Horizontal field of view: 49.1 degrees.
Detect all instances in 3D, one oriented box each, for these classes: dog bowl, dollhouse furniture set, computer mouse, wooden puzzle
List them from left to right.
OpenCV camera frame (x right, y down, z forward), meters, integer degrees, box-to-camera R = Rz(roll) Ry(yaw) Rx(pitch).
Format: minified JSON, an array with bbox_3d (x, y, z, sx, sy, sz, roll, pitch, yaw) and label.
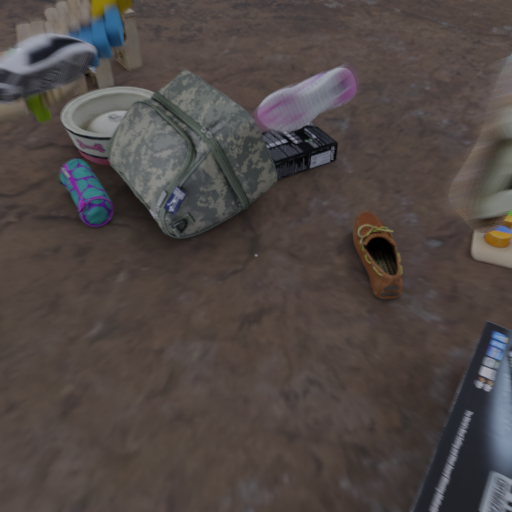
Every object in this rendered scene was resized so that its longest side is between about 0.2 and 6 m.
[{"bbox_3d":[-2.506,-1.898,5.796,0.403,1.007,1.836,52,52,-1],"label":"computer mouse"},{"bbox_3d":[-4.290,-5.488,14.525,2.288,1.520,2.006,-24,48,-24],"label":"dollhouse furniture set"},{"bbox_3d":[-2.995,-2.789,12.130,2.226,0.821,2.226,0,43,0],"label":"dog bowl"},{"bbox_3d":[4.614,-0.391,9.863,1.447,0.362,1.562,15,45,15],"label":"wooden puzzle"}]

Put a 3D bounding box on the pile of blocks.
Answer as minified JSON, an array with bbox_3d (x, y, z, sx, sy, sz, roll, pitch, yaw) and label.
[{"bbox_3d":[-3.034,-3.141,9.046,3.578,1.112,1.469,-43,80,-11],"label":"pile of blocks"}]

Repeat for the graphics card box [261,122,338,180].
[{"bbox_3d":[0.607,-2.204,11.736,1.902,0.484,1.193,-23,47,-21],"label":"graphics card box"}]

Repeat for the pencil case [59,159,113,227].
[{"bbox_3d":[-3.198,-1.193,10.480,0.640,0.695,1.504,-51,49,13],"label":"pencil case"}]

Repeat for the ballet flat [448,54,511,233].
[{"bbox_3d":[3.328,-1.413,7.025,0.995,2.924,0.983,1,48,-4],"label":"ballet flat"}]

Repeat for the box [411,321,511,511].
[{"bbox_3d":[3.358,2.475,5.933,2.837,0.895,3.597,22,37,23],"label":"box"}]

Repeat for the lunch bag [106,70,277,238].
[{"bbox_3d":[-1.293,-1.772,10.305,2.336,1.941,2.785,-39,51,-7],"label":"lunch bag"}]

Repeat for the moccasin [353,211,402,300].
[{"bbox_3d":[2.008,-0.145,9.329,0.682,0.720,1.864,1,43,1],"label":"moccasin"}]

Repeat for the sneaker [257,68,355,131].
[{"bbox_3d":[0.723,-2.389,8.601,1.556,0.626,0.688,-24,24,-8],"label":"sneaker"}]
